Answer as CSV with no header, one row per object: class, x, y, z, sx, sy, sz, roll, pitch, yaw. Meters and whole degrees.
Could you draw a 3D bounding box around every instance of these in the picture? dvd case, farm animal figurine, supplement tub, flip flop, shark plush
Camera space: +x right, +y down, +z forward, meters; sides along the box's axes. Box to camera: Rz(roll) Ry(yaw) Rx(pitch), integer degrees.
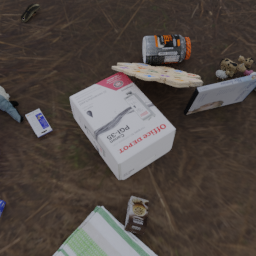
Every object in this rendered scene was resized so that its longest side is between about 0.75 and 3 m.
dvd case,3.065,-1.066,9.150,2.281,1.628,0.200,-14,68,-9
farm animal figurine,4.101,-2.280,10.519,1.343,0.708,1.358,20,57,14
supplement tub,1.467,-3.033,10.809,1.741,1.067,1.067,-4,57,-3
flip flop,-4.413,-5.209,12.725,0.457,0.325,1.127,29,76,14
shark plush,-4.897,-0.988,9.879,2.937,1.334,1.223,31,81,-4

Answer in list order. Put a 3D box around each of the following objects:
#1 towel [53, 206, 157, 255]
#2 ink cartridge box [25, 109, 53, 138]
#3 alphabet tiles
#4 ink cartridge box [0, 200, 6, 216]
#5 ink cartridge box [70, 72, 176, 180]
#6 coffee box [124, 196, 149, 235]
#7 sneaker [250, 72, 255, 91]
towel,-0.923,3.617,6.808,2.199,0.452,2.947,36,64,22
ink cartridge box,-2.993,-0.144,9.433,0.523,0.205,1.104,-29,59,-18
alphabet tiles,1.005,-1.832,9.534,2.835,0.212,2.898,-11,28,-41
ink cartridge box,-4.033,2.215,7.859,1.026,0.227,0.482,7,58,5
ink cartridge box,-0.194,-0.162,8.837,2.107,1.191,2.876,-30,62,-18
coffee box,0.240,2.322,7.471,0.511,0.361,0.905,17,35,-5
sneaker,5.087,-1.377,10.069,1.671,0.628,0.677,27,73,20
